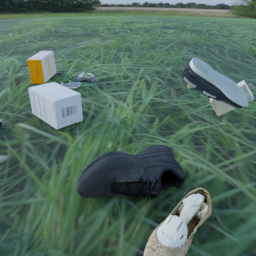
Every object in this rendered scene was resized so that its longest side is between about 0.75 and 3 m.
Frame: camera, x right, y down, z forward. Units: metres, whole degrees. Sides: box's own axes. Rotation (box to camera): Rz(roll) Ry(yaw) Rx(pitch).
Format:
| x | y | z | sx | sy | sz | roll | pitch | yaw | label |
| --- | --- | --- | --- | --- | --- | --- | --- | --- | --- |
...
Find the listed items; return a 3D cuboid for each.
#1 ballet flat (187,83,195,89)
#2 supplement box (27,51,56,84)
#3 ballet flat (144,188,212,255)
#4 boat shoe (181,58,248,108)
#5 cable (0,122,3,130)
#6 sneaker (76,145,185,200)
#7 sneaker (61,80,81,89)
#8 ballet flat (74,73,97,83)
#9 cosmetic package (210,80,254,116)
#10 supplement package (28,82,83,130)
| x | y | z | sx | sy | sz | roll | pitch | yaw | label |
| --- | --- | --- | --- | --- | --- | --- | --- | --- | --- |
| 3.664 | -2.479 | 14.844 | 0.541 | 0.500 | 1.533 | 15 | 30 | 35 | ballet flat |
| -4.831 | -3.470 | 15.836 | 0.788 | 1.350 | 2.143 | 1 | 27 | 5 | supplement box |
| 1.101 | 2.018 | 5.962 | 0.833 | 0.771 | 2.363 | 20 | 34 | 29 | ballet flat |
| 2.416 | -1.147 | 7.802 | 2.029 | 0.612 | 0.767 | 37 | 48 | -6 | boat shoe |
| -5.454 | -0.030 | 10.310 | 1.502 | 0.382 | 1.226 | -21 | 34 | -33 | cable |
| 0.155 | 1.265 | 7.173 | 2.925 | 1.111 | 1.328 | -13 | 37 | -19 | sneaker |
| -2.967 | -2.287 | 14.541 | 1.095 | 0.449 | 0.409 | -18 | 32 | -30 | sneaker |
| -2.352 | -2.842 | 15.588 | 1.377 | 0.495 | 0.495 | 9 | 29 | 17 | ballet flat |
| 3.308 | -0.942 | 8.988 | 1.196 | 0.619 | 0.437 | -29 | 14 | 30 | cosmetic package |
| -2.893 | -0.949 | 11.167 | 1.192 | 1.196 | 2.040 | -23 | 35 | -37 | supplement package |
